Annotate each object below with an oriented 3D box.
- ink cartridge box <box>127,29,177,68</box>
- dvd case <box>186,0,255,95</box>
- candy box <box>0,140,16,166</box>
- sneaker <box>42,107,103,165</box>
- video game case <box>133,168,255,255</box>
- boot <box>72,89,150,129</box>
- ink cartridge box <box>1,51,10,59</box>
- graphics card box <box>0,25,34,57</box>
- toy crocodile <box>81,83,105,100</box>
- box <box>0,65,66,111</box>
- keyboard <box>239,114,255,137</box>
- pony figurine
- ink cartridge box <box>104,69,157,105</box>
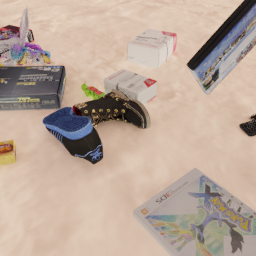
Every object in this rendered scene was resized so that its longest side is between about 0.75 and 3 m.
[{"bbox_3d":[1.083,-3.561,12.352,1.513,0.855,2.065,18,42,21],"label":"ink cartridge box"},{"bbox_3d":[2.262,-1.738,6.307,0.235,1.913,2.681,46,13,19],"label":"dvd case"},{"bbox_3d":[-3.594,0.716,7.447,1.127,0.318,0.658,-10,39,-14],"label":"candy box"},{"bbox_3d":[-1.550,0.175,7.702,0.992,1.102,2.829,-30,25,-18],"label":"sneaker"},{"bbox_3d":[1.601,1.991,5.899,2.068,0.250,2.269,-27,46,-29],"label":"video game case"},{"bbox_3d":[-0.540,-0.398,8.423,1.694,0.823,2.250,-20,39,-25],"label":"boot"},{"bbox_3d":[-5.079,-3.215,12.456,0.968,0.203,0.578,15,41,23],"label":"ink cartridge box"},{"bbox_3d":[-5.924,-4.142,13.262,1.583,0.642,2.524,19,43,22],"label":"graphics card box"},{"bbox_3d":[-1.154,-1.238,9.838,0.416,0.380,1.232,-32,49,-33],"label":"toy crocodile"},{"bbox_3d":[-3.599,-1.456,9.864,2.638,0.673,2.080,-2,40,-3],"label":"box"},{"bbox_3d":[4.164,-0.229,8.646,1.567,0.311,0.816,-13,41,-18],"label":"keyboard"},{"bbox_3d":[-4.580,-3.344,11.500,2.654,2.210,2.562,-12,72,-20],"label":"pony figurine"},{"bbox_3d":[0.075,-1.412,9.835,1.543,0.646,1.113,27,46,30],"label":"ink cartridge box"}]
